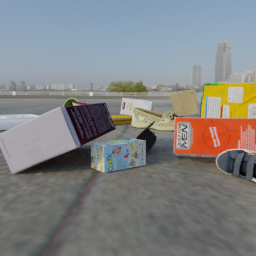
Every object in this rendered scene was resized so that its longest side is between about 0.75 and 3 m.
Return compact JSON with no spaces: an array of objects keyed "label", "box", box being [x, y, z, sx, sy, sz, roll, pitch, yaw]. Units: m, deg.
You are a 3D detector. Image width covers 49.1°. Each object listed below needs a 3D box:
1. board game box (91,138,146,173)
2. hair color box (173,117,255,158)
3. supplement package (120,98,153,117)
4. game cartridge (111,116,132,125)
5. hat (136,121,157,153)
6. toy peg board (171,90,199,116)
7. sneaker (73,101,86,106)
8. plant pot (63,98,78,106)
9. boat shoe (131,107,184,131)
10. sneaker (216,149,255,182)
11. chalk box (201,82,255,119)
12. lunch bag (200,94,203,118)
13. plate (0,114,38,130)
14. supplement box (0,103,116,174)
[{"label":"board game box","box":[-0.173,0.484,5.214,0.928,0.486,0.478,-4,8,-37]},{"label":"hair color box","box":[2.080,0.231,5.406,2.327,0.713,1.181,1,-7,11]},{"label":"supplement package","box":[0.443,-0.870,13.316,1.410,0.782,1.098,7,-5,9]},{"label":"game cartridge","box":[-0.953,-0.377,12.838,1.966,0.319,1.733,3,6,42]},{"label":"hat","box":[0.369,0.336,6.398,0.424,1.051,1.051,45,13,3]},{"label":"toy peg board","box":[2.541,-1.135,12.362,1.057,1.062,0.519,-8,16,25]},{"label":"sneaker","box":[-1.811,-0.587,11.764,0.634,0.841,1.800,9,-1,19]},{"label":"plant pot","box":[-2.992,-1.093,16.155,1.101,1.101,1.046,3,-4,23]},{"label":"boat shoe","box":[1.212,-0.350,10.581,2.521,0.790,0.924,4,8,31]},{"label":"sneaker","box":[1.947,0.599,4.383,1.204,0.472,0.478,5,6,34]},{"label":"chalk box","box":[3.092,-0.363,7.415,1.629,1.637,2.631,5,8,31]},{"label":"lunch bag","box":[4.060,-1.040,12.534,1.422,1.673,1.036,-1,7,-15]},{"label":"plate","box":[-4.734,-0.282,11.540,2.669,0.432,2.675,-5,9,-37]},{"label":"supplement box","box":[-1.260,0.079,5.758,1.357,0.759,2.494,-22,2,14]}]
